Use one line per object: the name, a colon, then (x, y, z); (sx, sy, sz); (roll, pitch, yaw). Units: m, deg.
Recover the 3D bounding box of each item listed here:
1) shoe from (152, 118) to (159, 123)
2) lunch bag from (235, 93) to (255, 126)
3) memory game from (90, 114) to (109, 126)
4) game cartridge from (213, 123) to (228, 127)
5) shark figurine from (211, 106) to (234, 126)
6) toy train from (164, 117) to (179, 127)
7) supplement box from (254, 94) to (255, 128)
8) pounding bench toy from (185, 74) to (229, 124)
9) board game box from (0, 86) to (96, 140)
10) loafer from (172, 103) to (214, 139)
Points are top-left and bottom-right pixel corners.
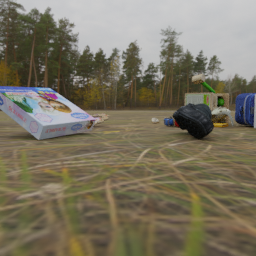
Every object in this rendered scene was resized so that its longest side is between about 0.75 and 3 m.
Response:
shoe: (1.489, -0.424, 15.223); (0.377, 0.288, 1.079); (1, 5, 7)
lunch bag: (5.923, -0.815, 12.428); (2.216, 1.505, 1.466); (-1, 5, -10)
memory game: (-1.637, -0.346, 12.410); (1.670, 0.106, 1.670); (-10, 18, 3)
game cartridge: (3.913, -0.121, 12.536); (0.905, 0.147, 0.798); (0, 4, 40)
shark figurine: (4.208, -0.435, 12.479); (1.298, 0.907, 2.173); (-30, 5, -18)
toy train: (2.331, -0.206, 12.069); (0.560, 0.417, 2.445); (-17, 13, -29)
supplement box: (5.683, -0.568, 9.906); (1.435, 1.465, 2.835); (-1, 3, 4)
pounding bench toy: (4.120, -1.459, 14.393); (1.937, 2.484, 1.543); (-5, 7, -43)
board game box: (-2.651, -0.578, 8.963); (2.395, 0.494, 2.401); (33, 21, 22)
loafer: (2.066, -0.365, 8.525); (1.005, 0.972, 2.864); (-35, 5, 4)
